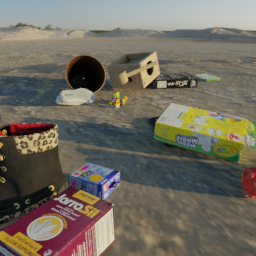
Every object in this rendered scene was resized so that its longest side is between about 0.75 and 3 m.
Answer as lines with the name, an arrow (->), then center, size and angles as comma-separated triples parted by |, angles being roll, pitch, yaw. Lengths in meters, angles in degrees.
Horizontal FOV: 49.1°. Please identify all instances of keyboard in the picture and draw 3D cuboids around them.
keyboard -> 1.374, -0.090, 8.251 | 1.143, 0.435, 2.196 | -3, 22, -8

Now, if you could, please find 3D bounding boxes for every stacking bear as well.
stacking bear -> 2.780, 0.859, 5.382 | 1.409, 0.856, 0.801 | -18, 27, -23

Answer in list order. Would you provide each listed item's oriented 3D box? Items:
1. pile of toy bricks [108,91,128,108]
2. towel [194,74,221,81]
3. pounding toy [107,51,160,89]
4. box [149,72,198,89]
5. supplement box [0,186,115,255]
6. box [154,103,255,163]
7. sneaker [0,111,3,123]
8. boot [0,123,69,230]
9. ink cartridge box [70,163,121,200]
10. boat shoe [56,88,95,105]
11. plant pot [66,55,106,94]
pile of toy bricks -> -0.427, -1.182, 10.936 | 0.602, 0.536, 1.085 | 9, 23, 23
towel -> 4.452, -2.823, 15.812 | 0.962, 0.198, 1.290 | -9, 25, -18
pounding toy -> 0.358, -2.412, 12.925 | 2.549, 1.327, 2.902 | 5, 34, 32
box -> 2.235, -2.450, 14.330 | 2.189, 0.477, 1.754 | -4, 21, -9
supplement box -> -0.898, 1.480, 3.739 | 0.876, 0.691, 1.338 | 13, 24, 30
box -> 2.047, 0.072, 7.178 | 2.434, 0.589, 1.428 | 13, 31, 21
sneaker -> -5.074, -0.480, 8.704 | 2.416, 0.796, 0.947 | -2, 23, -4
boot -> -1.962, 0.772, 4.364 | 2.073, 1.561, 0.758 | -6, 22, -16
ink cartridge box -> -0.569, 1.034, 5.415 | 0.913, 0.349, 0.623 | 13, 25, 26
boat shoe -> -2.045, -1.185, 10.854 | 1.663, 0.612, 0.555 | -1, -23, -47
plant pot -> -1.978, -2.126, 12.200 | 1.643, 1.643, 1.758 | -7, 0, -19
